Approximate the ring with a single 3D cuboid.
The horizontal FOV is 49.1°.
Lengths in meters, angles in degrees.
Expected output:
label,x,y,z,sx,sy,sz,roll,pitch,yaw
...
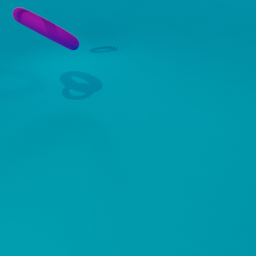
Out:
label,x,y,z,sx,sy,sz,roll,pitch,yaw
ring,-2.279,-2.772,7.920,1.940,0.388,1.940,27,8,-4
